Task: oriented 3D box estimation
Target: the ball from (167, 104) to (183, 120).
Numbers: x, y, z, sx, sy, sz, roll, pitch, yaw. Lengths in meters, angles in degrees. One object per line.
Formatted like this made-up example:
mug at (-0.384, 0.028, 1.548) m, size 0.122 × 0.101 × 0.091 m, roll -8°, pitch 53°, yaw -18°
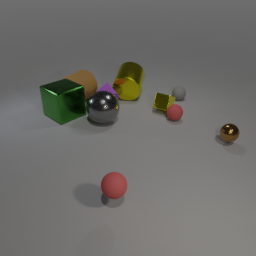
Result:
ball at (2.034, -0.684, 12.133) m, size 0.700 × 0.700 × 0.700 m, roll 0°, pitch 30°, yaw 0°

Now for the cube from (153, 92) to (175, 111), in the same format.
cube at (1.655, -1.174, 12.781) m, size 0.700 × 0.700 × 0.700 m, roll 18°, pitch 7°, yaw 28°

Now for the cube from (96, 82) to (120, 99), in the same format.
cube at (-0.916, -1.545, 12.942) m, size 0.700 × 0.700 × 0.700 m, roll -40°, pitch 74°, yaw 3°

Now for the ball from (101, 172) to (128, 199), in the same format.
ball at (-0.361, 1.496, 7.306) m, size 0.700 × 0.700 × 0.700 m, roll 0°, pitch 30°, yaw 0°

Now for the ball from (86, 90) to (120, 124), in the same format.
ball at (-1.051, -0.873, 11.776) m, size 1.400 × 1.400 × 1.400 m, roll 0°, pitch 30°, yaw 0°

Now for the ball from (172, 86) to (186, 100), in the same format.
ball at (2.549, -1.748, 14.014) m, size 0.700 × 0.700 × 0.700 m, roll 0°, pitch 30°, yaw 0°

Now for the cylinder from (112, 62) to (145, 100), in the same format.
cylinder at (0.047, -2.334, 13.941) m, size 1.400 × 1.400 × 1.400 m, roll 6°, pitch 46°, yaw 10°

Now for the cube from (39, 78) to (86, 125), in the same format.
cube at (-2.845, -1.209, 12.362) m, size 1.400 × 1.400 × 1.400 m, roll 26°, pitch 39°, yaw 37°

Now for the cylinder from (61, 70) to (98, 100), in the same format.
cylinder at (-2.440, -1.996, 13.720) m, size 1.400 × 1.400 × 1.400 m, roll 15°, pitch 33°, yaw 24°

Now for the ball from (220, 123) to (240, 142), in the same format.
ball at (3.765, 0.177, 10.387) m, size 0.700 × 0.700 × 0.700 m, roll 0°, pitch 30°, yaw 0°
